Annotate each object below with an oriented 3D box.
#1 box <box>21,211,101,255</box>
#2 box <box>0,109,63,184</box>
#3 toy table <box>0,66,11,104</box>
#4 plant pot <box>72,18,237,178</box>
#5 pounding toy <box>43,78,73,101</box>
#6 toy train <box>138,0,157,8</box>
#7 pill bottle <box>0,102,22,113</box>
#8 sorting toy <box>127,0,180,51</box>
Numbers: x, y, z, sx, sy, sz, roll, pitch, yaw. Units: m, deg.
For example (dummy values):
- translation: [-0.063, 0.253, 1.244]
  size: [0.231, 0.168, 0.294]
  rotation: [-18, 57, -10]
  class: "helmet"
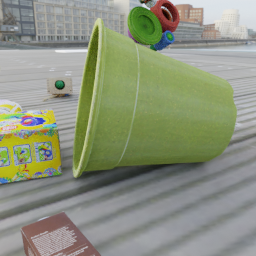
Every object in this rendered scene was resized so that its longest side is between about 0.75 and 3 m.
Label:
- translation: [-0.655, 1.300, 2.796]
  size: [0.507, 0.380, 1.013]
  rotation: [-13, 24, -34]
  class: "box"
- translation: [-1.961, 0.275, 5.066]
  size: [1.353, 0.857, 1.405]
  rotation: [-7, 19, -17]
  class: "box"
- translation: [-4.713, -1.039, 8.053]
  size: [2.280, 1.452, 2.480]
  rotation: [11, 22, 30]
  class: "toy table"
- translation: [0.428, -0.304, 4.948]
  size: [2.455, 2.586, 2.586]
  rotation: [9, 16, -14]
  class: "plant pot"
- translation: [-2.649, -1.471, 10.599]
  size: [1.086, 0.839, 1.180]
  rotation: [-3, 8, -12]
  class: "pounding toy"
- translation: [0.301, -4.467, 8.414]
  size: [0.775, 1.818, 1.036]
  rotation: [-33, -14, 0]
  class: "toy train"
- translation: [-2.998, -0.262, 6.925]
  size: [0.679, 0.679, 1.207]
  rotation: [-2, 18, -7]
  class: "pill bottle"
- translation: [0.744, -3.187, 9.100]
  size: [2.448, 1.471, 1.005]
  rotation: [-38, 9, -36]
  class: "sorting toy"
